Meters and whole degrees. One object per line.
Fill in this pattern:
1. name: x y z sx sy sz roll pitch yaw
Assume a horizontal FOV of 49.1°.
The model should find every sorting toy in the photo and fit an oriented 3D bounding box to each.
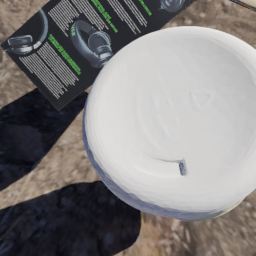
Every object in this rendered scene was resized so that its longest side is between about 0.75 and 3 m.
1. sorting toy: 3.016 -2.975 6.747 1.737 0.342 1.877 39 37 25

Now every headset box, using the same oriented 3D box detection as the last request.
1. headset box: -0.368 -1.917 5.047 2.861 2.491 1.327 -37 105 11

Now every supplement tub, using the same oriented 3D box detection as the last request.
1. supplement tub: 0.800 0.232 3.878 2.013 2.777 2.013 -6 70 16
